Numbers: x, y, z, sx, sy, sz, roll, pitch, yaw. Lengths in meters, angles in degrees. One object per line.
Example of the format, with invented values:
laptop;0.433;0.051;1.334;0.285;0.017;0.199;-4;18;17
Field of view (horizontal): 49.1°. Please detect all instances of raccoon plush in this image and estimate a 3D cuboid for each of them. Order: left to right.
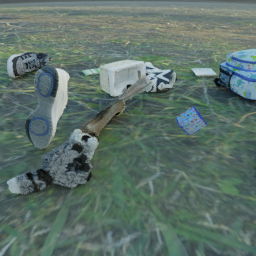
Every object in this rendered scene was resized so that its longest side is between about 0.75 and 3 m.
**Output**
raccoon plush;-1.715;0.662;6.683;2.125;1.028;1.424;-6;22;-10

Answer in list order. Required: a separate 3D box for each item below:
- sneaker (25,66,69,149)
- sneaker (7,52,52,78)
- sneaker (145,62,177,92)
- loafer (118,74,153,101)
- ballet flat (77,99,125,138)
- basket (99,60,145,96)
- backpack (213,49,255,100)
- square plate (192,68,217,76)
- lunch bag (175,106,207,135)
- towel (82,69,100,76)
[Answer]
sneaker;-2.018;-0.492;7.460;0.861;2.311;1.006;25;19;13
sneaker;-4.472;-3.005;13.028;1.441;0.955;2.531;1;27;7
sneaker;1.365;-2.159;11.732;1.309;0.803;2.012;0;30;-2
loafer;0.178;-1.387;9.646;1.586;0.499;0.570;-20;22;46
ballet flat;-0.731;-0.229;8.606;0.593;0.861;2.557;51;35;-3
basket;-0.254;-2.076;11.269;1.656;1.122;1.021;-22;34;-33
backpack;4.787;-2.086;10.809;1.984;1.593;2.168;-13;36;-14
square plate;3.563;-2.611;13.194;0.957;0.136;0.948;-2;30;-3
lunch bag;1.859;-0.120;8.008;0.624;0.829;0.390;-33;40;18
towel;-1.666;-2.665;13.330;0.913;0.107;0.696;-13;32;-20
